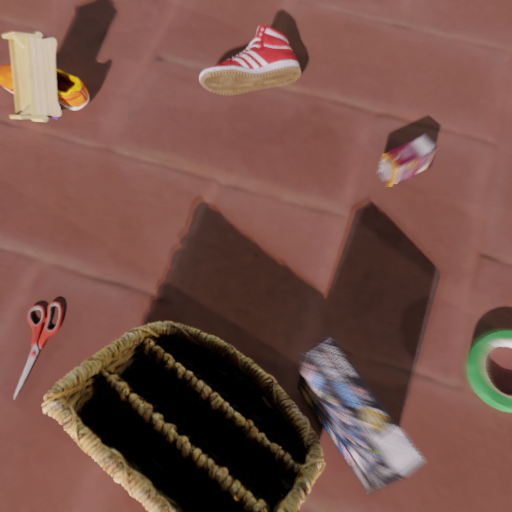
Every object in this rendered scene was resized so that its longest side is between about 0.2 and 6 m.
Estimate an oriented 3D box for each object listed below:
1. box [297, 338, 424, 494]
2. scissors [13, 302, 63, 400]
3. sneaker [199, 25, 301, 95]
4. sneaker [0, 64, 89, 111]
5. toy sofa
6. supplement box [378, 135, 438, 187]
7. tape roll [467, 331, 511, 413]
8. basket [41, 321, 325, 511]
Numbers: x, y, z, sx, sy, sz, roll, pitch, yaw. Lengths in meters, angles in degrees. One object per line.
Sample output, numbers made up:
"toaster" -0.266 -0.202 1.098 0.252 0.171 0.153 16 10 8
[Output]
"box" 1.309 2.264 7.768 0.469 1.890 1.875 -28 66 -15
"scissors" -3.534 1.515 9.105 0.593 0.113 1.622 1 65 -1
"sneaker" -0.209 -3.913 11.147 2.020 0.719 1.136 -10 71 -12
"sneaker" -4.220 -3.477 10.945 1.993 0.769 0.727 14 68 8
"toy sofa" -4.198 -3.332 10.497 0.779 1.596 0.661 -12 19 -40
"supplement box" 2.781 -1.744 10.289 0.956 0.527 0.409 -26 62 -11
"tape roll" 4.009 1.821 8.862 1.249 0.300 1.249 -1 67 1
"basket" -0.699 2.281 7.530 3.219 2.398 2.298 37 71 16
